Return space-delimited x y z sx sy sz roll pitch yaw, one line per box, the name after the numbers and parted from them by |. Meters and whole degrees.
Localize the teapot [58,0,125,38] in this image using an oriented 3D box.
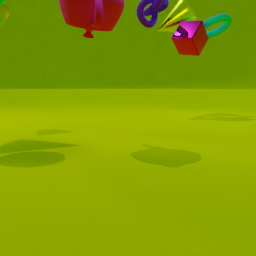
-0.629 -1.949 4.669 1.075 0.846 1.728 2 26 -18 | teapot

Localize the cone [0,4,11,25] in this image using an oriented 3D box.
-3.444 -2.922 6.724 0.848 0.848 0.851 7 -24 40 | cone

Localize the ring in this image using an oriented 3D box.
3.029 -3.552 9.849 1.248 0.250 1.248 -16 -12 -3 | ring

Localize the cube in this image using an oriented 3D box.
2.126 -3.064 9.557 0.824 0.824 0.824 17 -21 39 | cube

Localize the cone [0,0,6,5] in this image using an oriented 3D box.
-2.889 -2.436 5.374 1.227 1.223 1.223 -8 9 -1 | cone

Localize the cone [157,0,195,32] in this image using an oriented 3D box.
1.646 -4.049 10.855 1.351 1.346 1.346 -32 19 -16 | cone

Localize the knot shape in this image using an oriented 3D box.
0.925 -4.278 9.835 0.697 1.509 1.412 32 18 9 | knot shape
